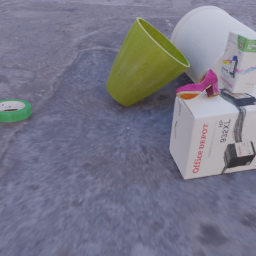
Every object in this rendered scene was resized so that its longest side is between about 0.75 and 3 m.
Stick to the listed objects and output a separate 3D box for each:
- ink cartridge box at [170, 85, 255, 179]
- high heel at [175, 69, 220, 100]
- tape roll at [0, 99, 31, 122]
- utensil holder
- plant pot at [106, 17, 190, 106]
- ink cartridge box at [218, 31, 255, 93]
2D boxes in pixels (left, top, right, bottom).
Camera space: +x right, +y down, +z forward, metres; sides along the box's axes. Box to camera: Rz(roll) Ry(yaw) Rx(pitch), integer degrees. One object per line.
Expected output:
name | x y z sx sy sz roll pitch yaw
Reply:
ink cartridge box | 2.402 0.075 6.595 2.520 1.828 1.055 -7 37 -9
high heel | 1.387 -0.930 5.686 1.288 0.434 0.618 -9 78 -31
tape roll | -3.575 -0.542 8.512 1.187 0.285 1.187 3 26 -1
utensil holder | 3.115 -2.461 9.496 2.515 2.515 2.959 -8 38 -11
plant pot | 0.365 -1.816 8.692 2.082 2.225 2.082 34 27 -20
ink cartridge box | 2.440 -1.419 6.038 0.505 1.154 0.839 -1 30 -7
